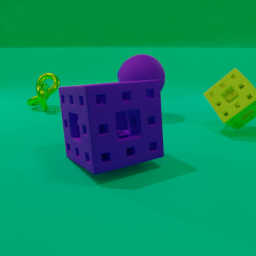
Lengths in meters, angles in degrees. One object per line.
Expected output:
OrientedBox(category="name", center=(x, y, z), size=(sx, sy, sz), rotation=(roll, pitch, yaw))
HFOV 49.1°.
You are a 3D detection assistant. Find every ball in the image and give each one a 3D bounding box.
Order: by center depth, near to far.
OrientedBox(category="ball", center=(0.403, -1.440, 8.106), size=(1.351, 1.351, 1.351), rotation=(0, 17, 0))

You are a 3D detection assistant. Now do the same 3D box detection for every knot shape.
OrientedBox(category="knot shape", center=(-2.825, -1.086, 9.188), size=(0.631, 1.278, 1.366), rotation=(28, 48, -27))

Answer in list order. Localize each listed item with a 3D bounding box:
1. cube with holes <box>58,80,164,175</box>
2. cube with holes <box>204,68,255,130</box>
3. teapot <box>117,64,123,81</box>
OrientedBox(category="cube with holes", center=(-0.329, -0.125, 5.103), size=(1.362, 1.362, 1.362), rotation=(-10, 12, -29))
OrientedBox(category="cube with holes", center=(2.622, -0.668, 6.768), size=(0.934, 0.934, 0.934), rotation=(15, 42, -49))
OrientedBox(category="teapot", center=(0.141, -2.175, 10.882), size=(0.831, 1.697, 1.055), rotation=(30, -15, -22))
